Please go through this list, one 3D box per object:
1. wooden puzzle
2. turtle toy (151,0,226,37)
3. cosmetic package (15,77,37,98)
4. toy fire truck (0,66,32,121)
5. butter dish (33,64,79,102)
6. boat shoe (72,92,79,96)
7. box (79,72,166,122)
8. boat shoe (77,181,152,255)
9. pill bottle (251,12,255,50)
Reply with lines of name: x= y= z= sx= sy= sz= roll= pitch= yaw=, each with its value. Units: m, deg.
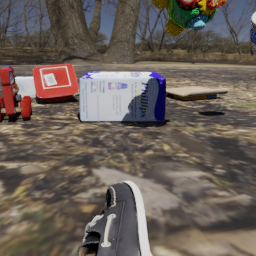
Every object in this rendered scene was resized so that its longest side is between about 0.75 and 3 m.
wooden puzzle: x=2.933 y=-1.607 z=12.905 sx=2.291 sy=0.461 sz=2.477 roll=-7 pitch=12 yaw=-23
turtle toy: x=1.230 y=-2.690 z=5.327 sx=0.980 sy=1.414 sz=1.940 roll=35 pitch=-7 yaw=42
cosmetic package: x=-4.634 y=-1.855 z=12.790 sx=0.894 sy=0.897 sz=0.551 roll=-3 pitch=18 yaw=-9
toy fire truck: x=-3.634 y=-1.105 z=8.729 sx=1.066 sy=1.597 sz=1.901 roll=-4 pitch=16 yaw=-15
butter dish: x=-3.038 y=-1.719 z=11.857 sx=1.717 sy=1.273 sz=1.722 roll=-9 pitch=60 yaw=-17
boat shoe: x=-2.578 y=-1.780 z=13.312 sx=0.477 sy=0.478 sz=1.292 roll=14 pitch=21 yaw=42
box: x=-0.183 y=-1.118 z=9.253 sx=2.564 sy=1.345 sz=2.358 roll=0 pitch=16 yaw=-2
boat shoe: x=-0.139 y=1.104 z=2.454 sx=0.605 sy=0.741 sz=2.004 roll=3 pitch=23 yaw=-9
pill bottle: x=3.451 y=-2.453 z=7.166 sx=0.573 sy=0.573 sz=1.022 roll=8 pitch=-25 yaw=26
